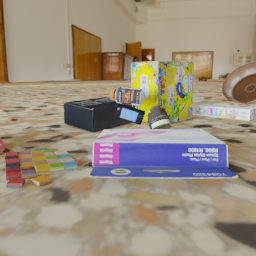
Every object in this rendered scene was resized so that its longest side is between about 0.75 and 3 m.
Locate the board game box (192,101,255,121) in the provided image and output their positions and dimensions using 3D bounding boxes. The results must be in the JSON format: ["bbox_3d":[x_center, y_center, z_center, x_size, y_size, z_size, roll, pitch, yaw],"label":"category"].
[{"bbox_3d":[3.909,-0.740,11.298,2.425,0.415,1.630,9,16,38],"label":"board game box"}]

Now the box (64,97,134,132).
[{"bbox_3d":[-0.922,-0.498,9.188,1.358,0.759,1.925,12,18,38],"label":"box"}]

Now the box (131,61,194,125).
[{"bbox_3d":[1.234,-1.273,9.832,1.984,2.060,1.256,-11,15,-42],"label":"box"}]

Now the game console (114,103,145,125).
[{"bbox_3d":[0.022,-0.327,6.987,0.753,0.662,0.438,18,40,0],"label":"game console"}]

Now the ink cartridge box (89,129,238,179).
[{"bbox_3d":[0.563,0.385,5.439,2.361,0.521,2.405,0,7,0],"label":"ink cartridge box"}]

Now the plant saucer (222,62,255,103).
[{"bbox_3d":[4.830,-1.679,11.132,2.063,2.063,0.377,-1,49,-6],"label":"plant saucer"}]

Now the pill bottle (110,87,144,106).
[{"bbox_3d":[-0.036,-0.939,8.256,0.938,0.498,0.498,6,13,13],"label":"pill bottle"}]

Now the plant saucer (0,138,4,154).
[{"bbox_3d":[-3.857,0.309,5.911,2.269,0.575,2.269,0,11,0],"label":"plant saucer"}]

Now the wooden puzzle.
[{"bbox_3d":[-1.682,0.646,5.320,1.206,0.143,2.034,-3,13,-24],"label":"wooden puzzle"}]

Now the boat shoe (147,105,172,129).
[{"bbox_3d":[0.800,-0.196,7.281,0.601,0.508,1.687,-19,-9,2],"label":"boat shoe"}]
